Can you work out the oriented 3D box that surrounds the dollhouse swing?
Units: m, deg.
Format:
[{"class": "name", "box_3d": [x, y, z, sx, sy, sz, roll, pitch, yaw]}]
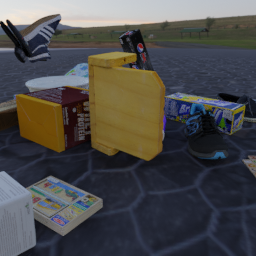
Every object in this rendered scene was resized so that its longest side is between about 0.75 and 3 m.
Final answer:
[{"class": "dollhouse swing", "box_3d": [0.217, -0.678, 7.841, 2.300, 2.616, 2.377, 9, 22, 23]}]

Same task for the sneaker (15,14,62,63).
[{"class": "sneaker", "box_3d": [-3.010, -3.216, 10.132, 0.774, 1.199, 2.210, 4, 42, 31]}]

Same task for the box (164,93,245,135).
[{"class": "box", "box_3d": [2.675, -0.593, 10.168, 2.760, 0.887, 0.967, 19, 27, 40]}]

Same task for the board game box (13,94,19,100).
[{"class": "board game box", "box_3d": [-4.617, -1.437, 13.402, 1.523, 0.262, 1.031, -9, 22, -24]}]

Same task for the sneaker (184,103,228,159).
[{"class": "sneaker", "box_3d": [2.148, 0.057, 8.102, 0.959, 1.073, 2.620, -1, 20, -3]}]

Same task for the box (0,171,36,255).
[{"class": "box", "box_3d": [-2.113, 1.415, 4.410, 1.025, 1.030, 0.882, 19, 24, 41]}]

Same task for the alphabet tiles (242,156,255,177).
[{"class": "alphabet tiles", "box_3d": [3.593, 1.009, 6.972, 1.168, 0.053, 1.397, 0, 20, 1]}]

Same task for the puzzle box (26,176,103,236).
[{"class": "puzzle box", "box_3d": [-1.421, 1.453, 5.522, 1.566, 0.199, 1.042, 14, 25, 33]}]

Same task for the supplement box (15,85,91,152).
[{"class": "supplement box", "box_3d": [-2.040, -0.425, 8.971, 2.048, 1.379, 2.077, 16, 25, 37]}]

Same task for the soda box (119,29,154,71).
[{"class": "soda box", "box_3d": [0.346, -2.566, 10.088, 0.565, 1.784, 0.631, 9, 43, 44]}]

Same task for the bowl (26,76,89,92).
[{"class": "bowl", "box_3d": [-2.922, -1.442, 12.035, 2.680, 1.205, 2.680, 0, 21, 0]}]

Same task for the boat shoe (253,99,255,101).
[{"class": "boat shoe", "box_3d": [5.169, -0.778, 11.275, 1.878, 0.676, 0.582, 18, 2, 34]}]

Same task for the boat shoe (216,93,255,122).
[{"class": "boat shoe", "box_3d": [4.501, -0.831, 10.781, 0.963, 0.804, 2.582, -28, 34, -36]}]

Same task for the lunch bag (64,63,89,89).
[{"class": "lunch bag", "box_3d": [-2.179, -2.413, 14.348, 2.398, 0.989, 1.928, 13, 51, 34]}]

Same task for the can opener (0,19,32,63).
[{"class": "can opener", "box_3d": [-2.356, -1.877, 5.975, 0.328, 1.036, 0.407, -13, 56, -1]}]

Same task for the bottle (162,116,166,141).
[{"class": "bottle", "box_3d": [0.618, -0.268, 9.016, 1.189, 0.929, 2.846, 23, 17, -11]}]

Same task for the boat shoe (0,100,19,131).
[{"class": "boat shoe", "box_3d": [-3.843, -0.635, 9.882, 2.788, 0.994, 0.899, -14, 40, -31]}]
